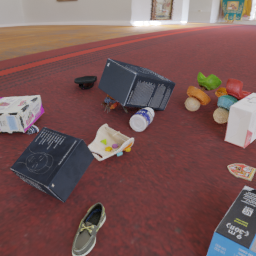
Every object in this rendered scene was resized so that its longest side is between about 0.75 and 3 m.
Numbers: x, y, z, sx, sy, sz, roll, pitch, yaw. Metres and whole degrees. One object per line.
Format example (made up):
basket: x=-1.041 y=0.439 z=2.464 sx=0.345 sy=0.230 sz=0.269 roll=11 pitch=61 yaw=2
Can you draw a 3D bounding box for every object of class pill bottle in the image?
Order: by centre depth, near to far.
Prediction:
pill bottle: x=0.646 y=-0.413 z=11.945 sx=0.739 sy=0.739 sz=1.235 roll=12 pitch=29 yaw=22

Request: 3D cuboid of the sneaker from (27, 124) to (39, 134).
sneaker: x=-4.078 y=0.025 z=11.604 sx=0.768 sy=0.269 sz=0.417 roll=24 pitch=34 yaw=33

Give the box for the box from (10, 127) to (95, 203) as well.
box: x=-2.147 y=1.004 z=8.111 sx=1.592 sy=1.004 sz=1.619 roll=15 pitch=59 yaw=33

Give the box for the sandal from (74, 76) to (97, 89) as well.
sandal: x=-2.381 y=-2.681 z=16.607 sx=1.066 sy=0.678 sz=2.835 roll=3 pitch=15 yaw=7

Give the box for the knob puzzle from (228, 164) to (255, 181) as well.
knob puzzle: x=3.686 y=1.357 z=9.167 sx=0.916 sy=0.127 sz=0.916 roll=0 pitch=27 yaw=0

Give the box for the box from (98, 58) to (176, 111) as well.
box: x=0.431 y=-1.971 z=12.996 sx=2.780 sy=1.488 sz=2.063 roll=3 pitch=26 yaw=-44

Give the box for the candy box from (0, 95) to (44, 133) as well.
candy box: x=-5.352 y=-0.570 z=11.784 sx=2.965 sy=0.904 sz=2.022 roll=-3 pitch=27 yaw=10

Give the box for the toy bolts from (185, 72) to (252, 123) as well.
toy bolts: x=4.245 y=-1.124 z=13.070 sx=2.590 sy=1.880 sz=2.711 roll=33 pitch=0 yaw=-29

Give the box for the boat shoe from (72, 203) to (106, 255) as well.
boat shoe: x=-0.946 y=2.414 z=6.763 sx=0.525 sy=0.439 sz=1.468 roll=8 pitch=28 yaw=15

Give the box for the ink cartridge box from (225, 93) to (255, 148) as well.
ink cartridge box: x=4.927 y=-0.434 z=11.140 sx=0.875 sy=1.510 sz=2.592 roll=24 pitch=35 yaw=39

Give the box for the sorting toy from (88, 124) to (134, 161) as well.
sorting toy: x=-0.736 y=0.663 z=9.955 sx=1.330 sy=0.789 sz=1.477 roll=-31 pitch=41 yaw=-33

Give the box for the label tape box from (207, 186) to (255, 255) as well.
label tape box: x=2.915 y=2.628 z=5.803 sx=2.070 sy=0.955 sz=2.889 roll=20 pitch=32 yaw=34

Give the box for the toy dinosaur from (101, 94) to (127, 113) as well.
toy dinosaur: x=-0.841 y=-1.354 z=13.204 sx=0.972 sy=1.851 sz=1.680 roll=-27 pitch=3 yaw=-16
